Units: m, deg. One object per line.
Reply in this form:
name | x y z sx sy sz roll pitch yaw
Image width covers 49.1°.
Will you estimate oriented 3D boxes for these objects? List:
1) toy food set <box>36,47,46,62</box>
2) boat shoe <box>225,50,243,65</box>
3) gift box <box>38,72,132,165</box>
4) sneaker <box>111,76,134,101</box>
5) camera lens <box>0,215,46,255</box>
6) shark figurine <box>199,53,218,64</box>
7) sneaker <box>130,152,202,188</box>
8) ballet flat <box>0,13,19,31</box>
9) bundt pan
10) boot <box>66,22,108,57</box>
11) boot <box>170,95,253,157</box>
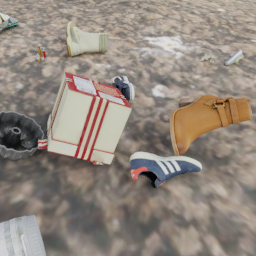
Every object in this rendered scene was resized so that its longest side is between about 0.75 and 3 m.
toy food set | -3.985 -3.383 12.790 0.389 0.367 0.816 -1 40 -2
boat shoe | 4.740 -3.044 12.378 1.149 0.414 0.357 -38 96 -23
gift box | -1.165 -0.139 7.233 1.878 1.900 2.035 17 21 -17
sneaker | -0.224 -1.423 10.234 0.653 0.645 1.645 -5 29 -13
camera lens | -2.348 2.372 5.265 1.408 1.126 1.126 -15 42 -18
shark figurine | 3.673 -3.058 12.484 0.833 0.348 0.498 19 77 32
sneaker | 0.971 1.157 7.199 1.907 0.715 0.806 6 65 -6
ballet flat | -6.924 -5.605 14.945 1.007 1.007 2.799 13 42 16
bundt pan | -3.195 0.261 7.785 1.580 0.593 1.580 25 32 -18
boot | -1.951 -4.361 13.541 1.980 0.923 2.560 -6 46 -6
boot | 2.107 -0.188 7.048 1.889 0.900 2.442 0 36 23
